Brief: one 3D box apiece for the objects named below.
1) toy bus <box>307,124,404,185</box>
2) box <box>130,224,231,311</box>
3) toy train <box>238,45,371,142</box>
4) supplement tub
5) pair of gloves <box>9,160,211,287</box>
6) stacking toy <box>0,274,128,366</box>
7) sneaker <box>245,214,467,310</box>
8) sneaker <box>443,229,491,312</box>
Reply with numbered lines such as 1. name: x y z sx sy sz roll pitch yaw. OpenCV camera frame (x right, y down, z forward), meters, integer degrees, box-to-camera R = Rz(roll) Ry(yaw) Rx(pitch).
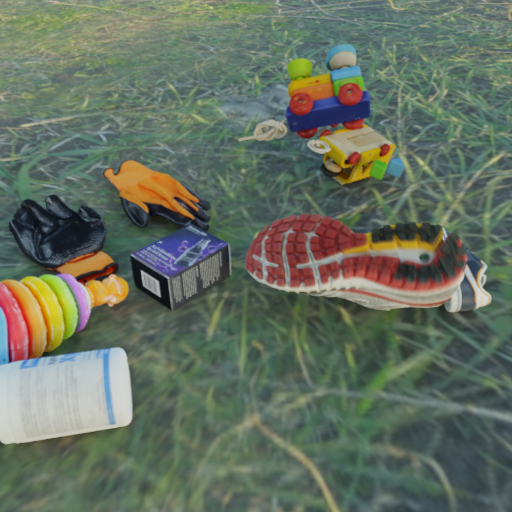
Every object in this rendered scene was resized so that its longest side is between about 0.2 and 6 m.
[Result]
1. toy bus: 1.884 -1.992 11.500 1.959 1.012 1.848 15 40 -4
2. box: -1.154 0.149 8.754 0.937 0.661 1.266 26 43 34
3. toy train: 0.865 -3.285 11.356 2.691 1.139 1.557 -9 70 10
4. supplement tub: -2.178 1.594 6.443 1.396 0.921 0.921 -6 35 -10
5. pair of gloves: -2.631 -0.692 10.224 3.286 0.406 2.927 -30 46 -32
6. stacking toy: -2.775 0.717 7.648 1.317 1.393 2.400 29 33 33
7. sneaker: 1.333 0.267 8.126 3.159 1.298 1.230 7 61 20
8. sneaker: 3.157 0.199 8.708 0.652 0.644 1.643 -2 47 5
